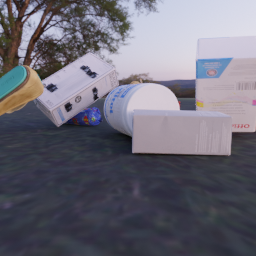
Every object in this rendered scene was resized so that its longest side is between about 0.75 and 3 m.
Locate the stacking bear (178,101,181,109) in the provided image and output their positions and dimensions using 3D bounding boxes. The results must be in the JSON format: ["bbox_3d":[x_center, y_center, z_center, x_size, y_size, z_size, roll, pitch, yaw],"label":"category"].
[{"bbox_3d":[1.124,-0.581,8.685,1.094,0.622,0.665,-16,-19,-21],"label":"stacking bear"}]

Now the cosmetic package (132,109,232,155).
[{"bbox_3d":[0.923,0.049,5.188,1.729,0.780,0.923,-1,10,4],"label":"cosmetic package"}]

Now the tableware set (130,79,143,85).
[{"bbox_3d":[0.469,-1.183,10.873,0.886,1.341,0.269,-32,19,-26],"label":"tableware set"}]

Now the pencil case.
[{"bbox_3d":[-1.580,-0.424,9.294,1.524,0.595,0.662,5,45,34],"label":"pencil case"}]

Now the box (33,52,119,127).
[{"bbox_3d":[-1.571,-1.214,8.335,2.323,0.698,1.355,-39,54,-21],"label":"box"}]

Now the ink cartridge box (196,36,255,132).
[{"bbox_3d":[2.347,-0.927,6.791,1.386,2.157,1.351,1,37,14],"label":"ink cartridge box"}]

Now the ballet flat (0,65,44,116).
[{"bbox_3d":[-3.259,-0.432,6.631,2.842,0.976,0.896,-27,-28,5],"label":"ballet flat"}]

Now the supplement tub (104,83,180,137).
[{"bbox_3d":[0.234,-0.415,6.737,1.293,1.293,1.960,-3,7,-19],"label":"supplement tub"}]
